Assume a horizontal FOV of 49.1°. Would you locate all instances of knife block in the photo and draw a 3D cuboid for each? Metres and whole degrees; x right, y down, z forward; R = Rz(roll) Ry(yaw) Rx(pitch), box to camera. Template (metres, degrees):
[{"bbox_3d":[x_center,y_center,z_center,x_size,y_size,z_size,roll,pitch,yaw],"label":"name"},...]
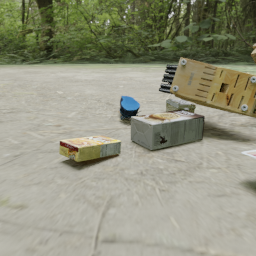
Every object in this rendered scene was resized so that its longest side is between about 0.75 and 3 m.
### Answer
[{"bbox_3d":[2.248,-1.101,7.956,2.936,0.939,2.577,20,7,22],"label":"knife block"}]

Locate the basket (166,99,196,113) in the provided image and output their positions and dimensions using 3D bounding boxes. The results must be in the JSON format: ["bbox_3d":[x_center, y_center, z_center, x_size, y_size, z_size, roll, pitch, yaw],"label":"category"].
[{"bbox_3d":[1.571,-0.532,8.545,0.609,0.554,0.898,1,14,-18],"label":"basket"}]

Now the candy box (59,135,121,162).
[{"bbox_3d":[-0.726,0.382,5.526,0.623,0.298,1.079,14,14,42],"label":"candy box"}]

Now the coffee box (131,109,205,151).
[{"bbox_3d":[0.933,0.003,6.583,1.542,0.615,0.871,-9,18,-31],"label":"coffee box"}]

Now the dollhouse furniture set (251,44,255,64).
[{"bbox_3d":[4.355,-1.957,8.654,1.618,2.574,2.910,-48,28,-17],"label":"dollhouse furniture set"}]

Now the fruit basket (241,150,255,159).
[{"bbox_3d":[3.257,0.380,3.640,2.351,1.190,2.538,-5,2,-16],"label":"fruit basket"}]

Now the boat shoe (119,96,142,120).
[{"bbox_3d":[0.062,-0.578,8.846,0.709,0.579,1.686,9,17,-2],"label":"boat shoe"}]
